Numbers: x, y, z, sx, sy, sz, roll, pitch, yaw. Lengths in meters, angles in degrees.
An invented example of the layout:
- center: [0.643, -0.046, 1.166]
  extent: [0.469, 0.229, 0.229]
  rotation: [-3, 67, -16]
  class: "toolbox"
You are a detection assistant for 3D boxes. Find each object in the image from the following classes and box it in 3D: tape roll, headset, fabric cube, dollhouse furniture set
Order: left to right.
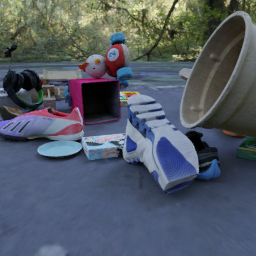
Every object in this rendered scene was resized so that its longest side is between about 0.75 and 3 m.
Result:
- center: [-5.678, -1.324, 12.958]
  extent: [2.286, 0.755, 2.286]
  rotation: [0, 16, 0]
  class: "tape roll"
- center: [-4.664, -2.210, 12.415]
  extent: [1.331, 2.834, 1.750]
  rotation: [-31, -3, 31]
  class: "headset"
- center: [-2.723, -1.198, 11.843]
  extent: [1.625, 1.615, 2.305]
  rotation: [-3, 41, -14]
  class: "dollhouse furniture set"
- center: [-1.308, -1.116, 10.890]
  extent: [1.536, 1.566, 1.561]
  rotation: [-10, 17, -27]
  class: "fabric cube"

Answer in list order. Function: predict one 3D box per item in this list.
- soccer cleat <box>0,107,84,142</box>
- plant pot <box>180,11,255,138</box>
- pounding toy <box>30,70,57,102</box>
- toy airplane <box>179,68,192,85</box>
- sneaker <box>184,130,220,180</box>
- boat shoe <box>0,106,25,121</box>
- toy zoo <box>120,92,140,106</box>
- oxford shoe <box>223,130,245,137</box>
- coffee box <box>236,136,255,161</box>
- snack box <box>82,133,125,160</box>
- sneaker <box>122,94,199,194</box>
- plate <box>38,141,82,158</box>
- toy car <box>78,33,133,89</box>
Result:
- center: [-2.743, -0.165, 8.574]
  extent: [2.806, 1.027, 0.957]
  rotation: [2, 17, 7]
  class: "soccer cleat"
- center: [3.223, -0.907, 7.062]
  extent: [2.731, 2.984, 2.984]
  rotation: [21, 15, -8]
  class: "plant pot"
- center: [-4.537, -2.244, 14.756]
  extent: [1.146, 1.485, 1.613]
  rotation: [2, 17, 8]
  class: "pounding toy"
- center: [3.918, -2.006, 12.919]
  extent: [2.972, 2.097, 2.959]
  rotation: [37, 39, 8]
  class: "toy airplane"
- center: [1.455, 0.438, 6.754]
  extent: [0.782, 0.914, 2.206]
  rotation: [-5, 17, -21]
  class: "sneaker"
- center: [-4.287, -0.460, 10.571]
  extent: [1.527, 0.549, 0.519]
  rotation: [25, 25, 35]
  class: "boat shoe"
- center: [-0.212, -1.570, 14.586]
  extent: [1.854, 0.289, 2.826]
  rotation: [-3, 17, -10]
  class: "toy zoo"
- center: [3.596, -0.508, 9.868]
  extent: [0.925, 0.945, 2.593]
  rotation: [0, 17, 0]
  class: "oxford shoe"
- center: [3.456, 0.545, 7.499]
  extent: [0.791, 0.283, 1.286]
  rotation: [11, 20, 33]
  class: "coffee box"
- center: [-0.323, 0.464, 7.707]
  extent: [1.735, 0.322, 1.008]
  rotation: [-6, 17, -18]
  class: "snack box"
- center: [0.583, 0.525, 6.430]
  extent: [1.004, 1.436, 2.486]
  rotation: [-8, 48, -22]
  class: "sneaker"
- center: [-1.829, 0.597, 7.576]
  extent: [1.171, 0.150, 1.171]
  rotation: [0, 16, 0]
  class: "plate"
- center: [-0.961, -2.466, 10.761]
  extent: [1.889, 1.741, 1.670]
  rotation: [-9, -11, -12]
  class: "toy car"
